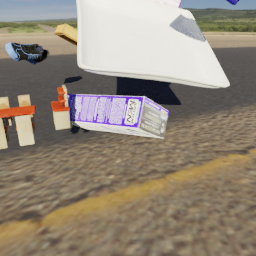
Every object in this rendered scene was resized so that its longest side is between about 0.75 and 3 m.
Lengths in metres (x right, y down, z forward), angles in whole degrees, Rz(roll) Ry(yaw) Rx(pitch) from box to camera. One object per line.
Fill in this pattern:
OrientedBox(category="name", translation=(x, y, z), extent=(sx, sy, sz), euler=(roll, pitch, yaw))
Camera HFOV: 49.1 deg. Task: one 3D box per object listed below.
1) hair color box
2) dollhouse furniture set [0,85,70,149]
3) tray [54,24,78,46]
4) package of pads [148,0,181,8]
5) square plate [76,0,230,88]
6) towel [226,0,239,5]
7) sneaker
OrientedBox(category="hair color box", translation=(-0.278, -0.228, 5.143), extent=(1.782, 0.578, 0.974), euler=(8, -7, 33))
OrientedBox(category="dollhouse furniture set", translation=(-1.607, -0.284, 4.530), extent=(1.268, 0.660, 1.282), euler=(-8, 22, -16))
OrientedBox(category="tray", translation=(-1.768, -3.419, 11.234), extent=(2.159, 0.400, 1.065), euler=(23, 1, -34))
OrientedBox(category="package of pads", translation=(0.920, -5.170, 11.681), extent=(2.533, 0.958, 1.526), euler=(25, -4, 5))
OrientedBox(category="square plate", translation=(0.349, -1.856, 5.800), extent=(2.856, 0.406, 2.829), euler=(4, 48, -17))
OrientedBox(category="towel", translation=(1.379, -2.273, 4.390), extent=(0.955, 0.237, 0.705), euler=(39, 45, 6))
OrientedBox(category="sneaker", translation=(-3.253, -2.540, 9.202), extent=(0.688, 0.620, 1.767), euler=(-24, 1, 13))
